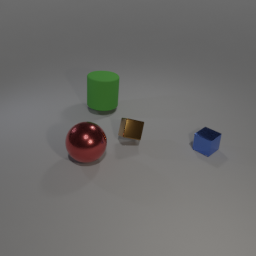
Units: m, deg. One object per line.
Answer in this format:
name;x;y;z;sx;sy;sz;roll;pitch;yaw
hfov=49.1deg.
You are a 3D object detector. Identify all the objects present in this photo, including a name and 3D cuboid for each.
ball;-1.410;0.479;9.486;1.400;1.400;1.400;0;32;0
cube;2.853;0.487;10.139;0.700;0.700;0.700;-27;40;-36
cube;0.110;0.030;10.390;0.700;0.700;0.700;12;0;-18
cylinder;-1.113;-1.668;12.435;1.400;1.400;1.400;4;29;-2
